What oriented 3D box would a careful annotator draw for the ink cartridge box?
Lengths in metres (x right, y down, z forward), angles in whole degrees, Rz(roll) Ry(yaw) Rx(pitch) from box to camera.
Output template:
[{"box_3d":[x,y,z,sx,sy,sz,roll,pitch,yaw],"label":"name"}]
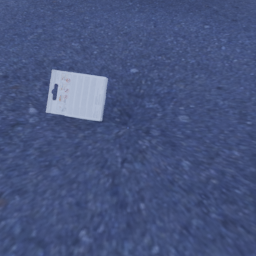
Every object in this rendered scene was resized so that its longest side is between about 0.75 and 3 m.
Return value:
[{"box_3d":[-1.476,-0.943,8.209,1.613,0.404,1.298,8,90,3],"label":"ink cartridge box"}]
